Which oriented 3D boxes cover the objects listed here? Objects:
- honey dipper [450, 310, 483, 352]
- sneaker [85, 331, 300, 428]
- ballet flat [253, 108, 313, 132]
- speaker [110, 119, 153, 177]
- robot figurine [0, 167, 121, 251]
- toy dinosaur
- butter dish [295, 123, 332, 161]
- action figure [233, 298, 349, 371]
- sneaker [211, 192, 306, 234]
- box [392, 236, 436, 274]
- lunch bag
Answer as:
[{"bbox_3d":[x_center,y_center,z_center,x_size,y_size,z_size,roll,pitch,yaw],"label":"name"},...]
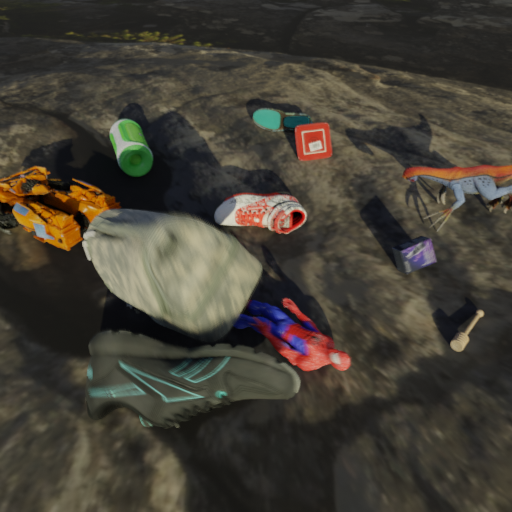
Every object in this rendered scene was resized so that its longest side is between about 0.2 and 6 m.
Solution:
[{"bbox_3d":[3.426,1.162,9.035,0.210,0.210,1.108,23,38,29],"label":"honey dipper"},{"bbox_3d":[-0.896,1.777,7.538,2.946,1.111,1.168,4,65,11],"label":"sneaker"},{"bbox_3d":[0.778,-3.827,15.979,1.751,0.650,0.650,15,37,17],"label":"ballet flat"},{"bbox_3d":[-3.152,-2.745,14.046,0.892,0.892,2.018,-11,36,-15],"label":"speaker"},{"bbox_3d":[-4.301,-1.103,11.694,2.925,0.851,2.121,23,39,29],"label":"robot figurine"},{"bbox_3d":[4.332,-1.664,11.802,2.210,2.435,1.279,29,16,-13],"label":"toy dinosaur"},{"bbox_3d":[1.436,-2.949,14.525,0.900,0.898,0.665,-9,10,-5],"label":"butter dish"},{"bbox_3d":[0.352,1.100,8.777,2.563,0.662,0.839,28,41,30],"label":"action figure"},{"bbox_3d":[0.097,-0.842,11.514,1.871,0.625,1.003,-10,33,-19],"label":"sneaker"},{"bbox_3d":[2.904,-0.018,10.300,0.655,0.485,0.342,-23,17,-10],"label":"box"},{"bbox_3d":[-1.377,0.108,8.364,2.249,1.886,1.567,11,63,51],"label":"lunch bag"}]
